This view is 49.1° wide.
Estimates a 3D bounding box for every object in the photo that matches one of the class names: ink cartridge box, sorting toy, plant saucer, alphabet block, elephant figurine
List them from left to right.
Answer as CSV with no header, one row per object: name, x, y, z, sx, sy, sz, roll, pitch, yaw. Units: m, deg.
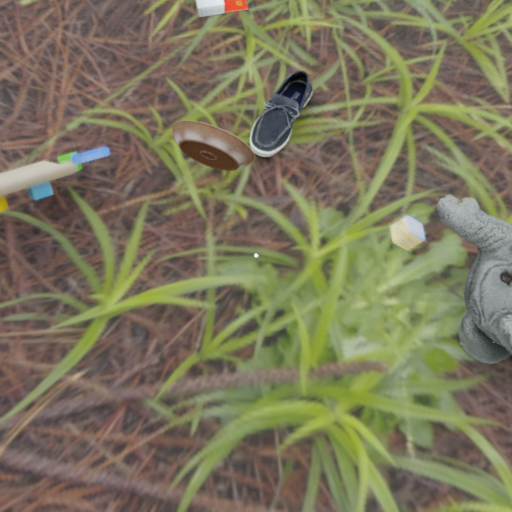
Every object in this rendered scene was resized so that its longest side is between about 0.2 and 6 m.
sorting toy,-3.839,-1.033,8.694,3.291,0.448,1.853,-25,22,-31
plant saucer,-0.728,-1.712,9.042,1.421,1.421,0.260,18,80,9
ink cartridge box,-0.812,-5.728,12.055,1.068,0.268,1.230,-11,65,-4
alphabet block,2.394,-0.360,8.859,0.356,0.362,0.354,27,47,-26
elephant figurine,3.878,0.823,7.960,3.106,2.197,2.409,8,50,-3

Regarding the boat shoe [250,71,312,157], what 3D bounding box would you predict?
boat shoe,0.467,-2.676,10.397,0.730,0.609,1.957,28,69,11
